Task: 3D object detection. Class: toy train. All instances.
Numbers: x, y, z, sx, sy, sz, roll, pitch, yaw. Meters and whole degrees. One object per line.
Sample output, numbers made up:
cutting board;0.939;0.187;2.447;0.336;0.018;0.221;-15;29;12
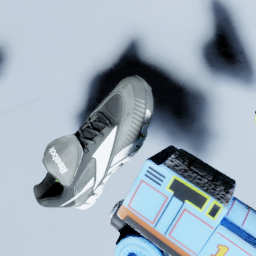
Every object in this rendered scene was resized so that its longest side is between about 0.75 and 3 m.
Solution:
toy train;1.135;1.538;3.327;2.953;1.280;1.687;32;111;19

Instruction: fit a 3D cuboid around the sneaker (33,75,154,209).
sneaker;-0.666;0.381;4.622;1.314;2.904;0.965;4;38;-50
